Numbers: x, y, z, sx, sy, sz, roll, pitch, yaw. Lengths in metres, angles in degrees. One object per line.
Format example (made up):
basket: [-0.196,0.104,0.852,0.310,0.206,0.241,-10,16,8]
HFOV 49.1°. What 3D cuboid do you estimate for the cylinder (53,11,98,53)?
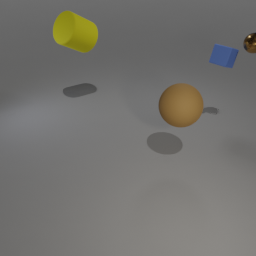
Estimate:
cylinder: [-2.259,-4.122,12.112,1.400,1.400,1.400,24,12,34]

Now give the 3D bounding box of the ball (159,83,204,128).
ball: [1.672,-0.714,8.884,1.400,1.400,1.400,0,31,0]

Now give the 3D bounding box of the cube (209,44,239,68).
cube: [3.589,-2.692,10.492,0.700,0.700,0.700,29,24,35]

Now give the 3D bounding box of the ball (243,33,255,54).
ball: [4.422,-2.975,9.829,0.700,0.700,0.700,0,31,0]
